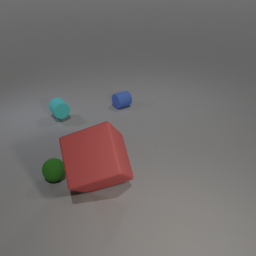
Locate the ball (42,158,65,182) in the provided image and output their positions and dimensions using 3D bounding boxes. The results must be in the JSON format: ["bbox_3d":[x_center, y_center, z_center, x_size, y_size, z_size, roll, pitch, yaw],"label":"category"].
[{"bbox_3d":[-2.224,1.254,8.410,0.700,0.700,0.700,0,30,0],"label":"ball"}]

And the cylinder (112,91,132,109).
[{"bbox_3d":[-0.282,-1.307,12.926,0.700,0.700,0.700,-19,35,-29],"label":"cylinder"}]

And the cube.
[{"bbox_3d":[-0.809,0.837,7.525,1.400,1.400,1.400,-19,71,9],"label":"cube"}]

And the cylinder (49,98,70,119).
[{"bbox_3d":[-2.877,-0.831,11.740,0.700,0.700,0.700,-17,32,-27],"label":"cylinder"}]
